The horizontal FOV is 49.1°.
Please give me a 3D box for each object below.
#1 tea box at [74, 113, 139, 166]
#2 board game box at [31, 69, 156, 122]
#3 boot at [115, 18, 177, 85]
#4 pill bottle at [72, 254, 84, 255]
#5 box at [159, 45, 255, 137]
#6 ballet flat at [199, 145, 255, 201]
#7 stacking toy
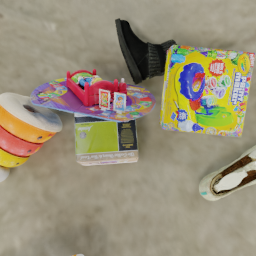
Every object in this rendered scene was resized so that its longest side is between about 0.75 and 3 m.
[{"bbox_3d":[-0.517,0.155,6.965,1.461,0.977,1.438,-3,77,-1],"label":"tea box"},{"bbox_3d":[-0.752,-1.018,6.561,2.897,2.289,0.564,12,118,12],"label":"board game box"},{"bbox_3d":[0.553,-2.228,7.613,1.449,0.729,1.937,-21,90,-1],"label":"boot"},{"bbox_3d":[-2.004,3.626,5.974,2.354,1.319,1.319,-13,77,-3],"label":"pill bottle"},{"bbox_3d":[1.805,-0.897,6.811,1.846,1.169,1.916,5,100,1],"label":"box"},{"bbox_3d":[2.920,1.073,6.855,2.506,0.781,0.845,-30,79,-7],"label":"ballet flat"},{"bbox_3d":[-2.800,0.396,6.908,1.629,1.629,2.230,33,98,7],"label":"stacking toy"}]
